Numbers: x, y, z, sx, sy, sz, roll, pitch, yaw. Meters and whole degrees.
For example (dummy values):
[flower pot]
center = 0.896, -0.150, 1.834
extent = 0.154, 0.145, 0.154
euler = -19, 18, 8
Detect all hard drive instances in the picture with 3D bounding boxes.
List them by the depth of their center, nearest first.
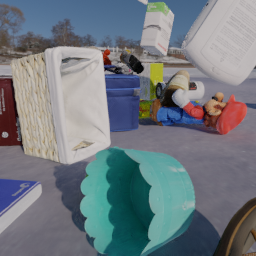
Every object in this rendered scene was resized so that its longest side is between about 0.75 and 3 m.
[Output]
[hard drive]
center = -2.352, 0.994, 3.808
extent = 1.897, 0.241, 1.252
euler = 2, 13, 10

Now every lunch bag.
[lunch bag]
center = -0.917, -0.947, 8.584
extent = 2.880, 1.905, 1.956
euler = -7, 14, -24

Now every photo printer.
[photo printer]
center = 3.116, -2.832, 8.414
extent = 2.334, 2.806, 0.974
euler = 29, 11, -14

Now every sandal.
[sandal]
center = 0.854, 1.158, 2.145
extent = 0.499, 0.747, 1.829
euler = 27, 24, 29

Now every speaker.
[speaker]
center = 2.871, -2.042, 15.458
extent = 2.556, 1.038, 1.038
euler = -3, 13, -16

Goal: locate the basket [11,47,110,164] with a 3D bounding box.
[basket]
center = -1.423, -0.520, 6.108
extent = 1.393, 2.259, 1.531
euler = 2, 12, 30

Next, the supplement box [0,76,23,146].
[supplement box]
center = -3.539, -0.562, 7.599
extent = 2.390, 1.587, 2.357
euler = -2, 13, -8

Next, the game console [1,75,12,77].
[game console]
center = -5.742, -1.617, 12.650
extent = 2.465, 1.434, 2.168
euler = 5, 14, 24

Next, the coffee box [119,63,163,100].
[coffee box]
center = 0.790, -2.744, 16.236
extent = 2.003, 2.025, 2.022
euler = 7, 14, 27

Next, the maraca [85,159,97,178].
[maraca]
center = -0.173, 0.622, 3.883
extent = 0.865, 0.675, 1.262
euler = -12, -25, -9

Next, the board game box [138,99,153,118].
[board game box]
center = -0.078, -0.870, 11.272
extent = 1.222, 0.573, 2.405
euler = -8, 15, -32

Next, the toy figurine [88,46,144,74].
[toy figurine]
center = -0.805, -2.402, 13.133
extent = 2.641, 2.682, 1.866
euler = -7, 33, -28

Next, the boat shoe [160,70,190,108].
[boat shoe]
center = 1.506, -1.025, 9.251
extent = 0.915, 0.824, 2.535
euler = 21, -18, 5

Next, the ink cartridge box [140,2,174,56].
[ink cartridge box]
center = 0.893, -2.953, 8.464
extent = 0.545, 1.298, 0.944
euler = 12, 2, 28

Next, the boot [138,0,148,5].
[boot]
center = 0.236, -3.136, 6.328
extent = 0.318, 0.395, 0.875
euler = 6, 36, -46

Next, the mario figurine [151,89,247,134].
[mario figurine]
center = 2.121, -0.639, 8.354
extent = 2.644, 1.401, 1.632
euler = 3, 22, 25

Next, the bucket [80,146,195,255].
[bucket]
center = 0.092, 0.759, 2.972
extent = 0.747, 1.148, 1.148
euler = 3, 7, -43
